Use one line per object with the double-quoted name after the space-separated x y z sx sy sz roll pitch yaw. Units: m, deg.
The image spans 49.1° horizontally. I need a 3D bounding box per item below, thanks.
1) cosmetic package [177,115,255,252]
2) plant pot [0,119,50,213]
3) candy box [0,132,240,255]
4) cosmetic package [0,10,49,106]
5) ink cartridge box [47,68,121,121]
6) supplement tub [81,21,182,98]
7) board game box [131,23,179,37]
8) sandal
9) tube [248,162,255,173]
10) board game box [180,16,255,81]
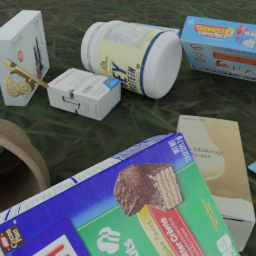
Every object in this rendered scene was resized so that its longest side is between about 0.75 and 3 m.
1.614 0.936 5.810 1.448 0.979 2.753 6 38 8 "cosmetic package"
-2.686 0.790 5.200 2.462 2.462 2.147 -8 21 -10 "plant pot"
-0.099 1.612 3.650 2.682 2.268 1.033 -26 1 -17 "candy box"
-3.405 -2.366 9.171 0.734 2.142 2.841 1 38 2 "cosmetic package"
-1.321 -1.078 8.608 1.833 0.773 1.338 17 41 21 "ink cartridge box"
0.092 -2.310 9.154 2.827 2.050 2.050 23 43 27 "supplement tub"
0.754 -3.775 12.218 2.372 0.677 2.422 16 40 19 "board game box"
-2.300 -0.934 5.903 1.954 0.716 0.643 32 87 47 "sandal"
4.267 0.548 6.612 2.926 0.737 1.133 -25 31 -24 "tube"
3.322 -2.436 9.069 2.802 0.783 2.744 17 -1 20 "board game box"
